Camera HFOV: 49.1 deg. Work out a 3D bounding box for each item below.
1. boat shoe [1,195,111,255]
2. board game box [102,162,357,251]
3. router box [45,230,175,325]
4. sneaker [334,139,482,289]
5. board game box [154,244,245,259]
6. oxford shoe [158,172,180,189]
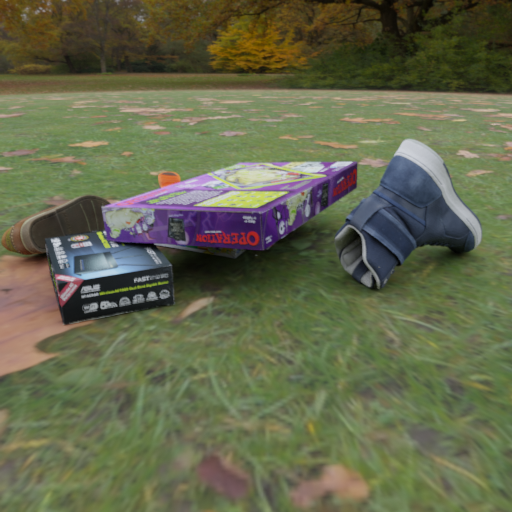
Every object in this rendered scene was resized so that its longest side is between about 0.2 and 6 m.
[{"bbox_3d":[-3.990,-0.667,11.479,0.909,0.962,2.673,-7,8,26],"label":"boat shoe"},{"bbox_3d":[-0.159,-1.177,11.053,3.067,0.825,5.110,8,21,25],"label":"board game box"},{"bbox_3d":[-2.541,0.227,9.490,1.739,0.721,2.321,-9,23,-23],"label":"router box"},{"bbox_3d":[2.763,-0.279,10.218,3.263,2.358,1.241,36,-1,-44],"label":"sneaker"},{"bbox_3d":[-0.743,-0.861,12.545,2.136,0.544,3.177,9,23,21],"label":"board game box"},{"bbox_3d":[-2.071,-1.342,13.679,0.684,0.699,1.918,1,34,-9],"label":"oxford shoe"}]
